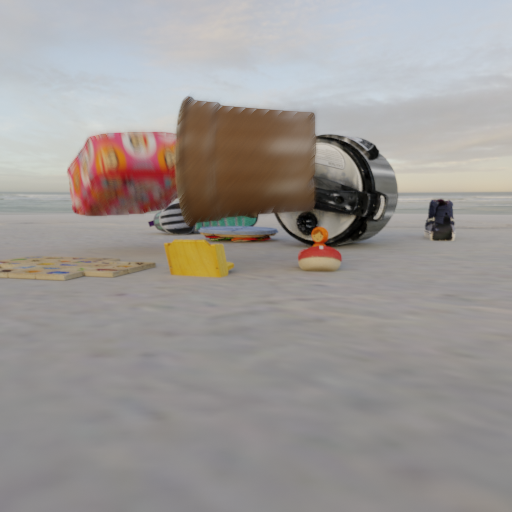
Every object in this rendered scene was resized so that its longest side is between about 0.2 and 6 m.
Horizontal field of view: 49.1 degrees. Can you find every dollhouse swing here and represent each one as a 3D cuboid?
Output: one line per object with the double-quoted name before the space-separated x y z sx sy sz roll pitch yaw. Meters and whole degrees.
"dollhouse swing" -0.760 -0.029 8.026 0.787 0.715 0.691 2 27 22

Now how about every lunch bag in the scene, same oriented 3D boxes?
"lunch bag" -2.340 -1.595 11.209 2.419 1.125 2.747 -5 -8 -30

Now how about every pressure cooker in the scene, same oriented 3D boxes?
"pressure cooker" 1.783 -1.449 13.028 2.553 2.593 2.902 -31 -12 30

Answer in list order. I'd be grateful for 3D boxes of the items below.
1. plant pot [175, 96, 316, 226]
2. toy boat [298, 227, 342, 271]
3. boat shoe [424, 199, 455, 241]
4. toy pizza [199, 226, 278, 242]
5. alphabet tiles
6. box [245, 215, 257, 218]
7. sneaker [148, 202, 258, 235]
"plant pot" -0.075 -1.396 8.418 1.917 1.936 1.936 1 6 5
"toy boat" 0.977 -0.116 8.622 0.659 0.660 1.010 0 6 3
"boat shoe" 5.250 -1.050 15.887 0.903 1.122 2.420 1 6 11
"toy pizza" -0.470 -0.575 15.081 2.152 0.341 2.152 1 7 0
"alphabet tiles" -3.068 0.169 8.679 2.702 0.102 2.258 2 5 16
"box" -0.406 -1.516 12.696 0.137 1.293 1.057 -19 -9 23
"sneaker" -1.725 -1.376 18.650 3.617 1.346 1.583 -4 2 -34
